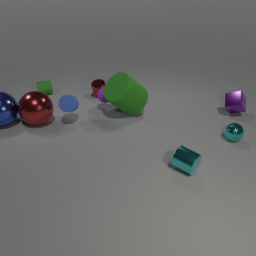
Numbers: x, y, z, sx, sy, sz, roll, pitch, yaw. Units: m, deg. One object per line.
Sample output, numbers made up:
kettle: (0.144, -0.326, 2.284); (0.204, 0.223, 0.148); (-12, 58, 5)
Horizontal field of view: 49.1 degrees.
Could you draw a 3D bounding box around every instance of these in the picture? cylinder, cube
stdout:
cylinder: (-0.081, -1.454, 11.961); (1.400, 1.400, 1.400); (31, 0, 43)
cylinder: (-2.392, -0.994, 11.343); (0.700, 0.700, 0.700); (-1, 4, -1)
cube: (4.682, -1.116, 12.190); (0.700, 0.700, 0.700); (-7, 62, 37)
cylinder: (1.827, 0.992, 8.730); (0.700, 0.700, 0.700); (27, 39, 29)
cylinder: (-1.460, -1.977, 14.113); (0.700, 0.700, 0.700); (-2, 48, 2)
cylinder: (-4.289, -2.077, 14.438); (0.700, 0.700, 0.700); (-12, 31, -17)

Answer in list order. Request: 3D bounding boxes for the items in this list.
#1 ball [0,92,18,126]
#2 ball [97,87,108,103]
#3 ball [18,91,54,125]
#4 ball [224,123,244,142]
ball: (-5.163, -0.766, 11.328); (1.400, 1.400, 1.400); (0, 29, 0)
ball: (-1.027, -1.477, 12.578); (0.700, 0.700, 0.700); (0, 29, 0)
ball: (-3.754, -0.807, 11.431); (1.400, 1.400, 1.400); (0, 29, 0)
ball: (3.951, 0.153, 10.422); (0.700, 0.700, 0.700); (0, 29, 0)
